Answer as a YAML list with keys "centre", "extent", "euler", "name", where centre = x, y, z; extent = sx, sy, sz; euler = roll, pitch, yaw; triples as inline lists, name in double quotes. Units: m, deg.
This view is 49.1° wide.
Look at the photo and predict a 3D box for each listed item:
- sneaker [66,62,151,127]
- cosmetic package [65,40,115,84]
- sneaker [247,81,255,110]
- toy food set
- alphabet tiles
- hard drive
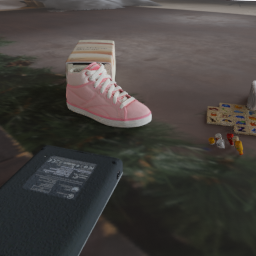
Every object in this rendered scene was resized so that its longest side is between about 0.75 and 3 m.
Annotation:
- centre: [-0.623, -0.987, 7.761]
  extent: [2.762, 1.444, 1.040]
  euler: [18, 32, 26]
  name: "sneaker"
- centre: [-1.221, -2.188, 10.011]
  extent: [1.511, 1.276, 2.924]
  euler: [-1, 30, -2]
  name: "cosmetic package"
- centre: [4.092, -1.027, 8.406]
  extent: [0.819, 0.747, 1.998]
  euler: [14, 28, 22]
  name: "sneaker"
- centre: [2.322, 0.375, 6.572]
  extent: [0.787, 0.354, 0.376]
  euler: [2, 38, 42]
  name: "toy food set"
- centre: [3.298, -0.259, 7.835]
  extent: [2.111, 0.080, 1.765]
  euler: [7, 30, 13]
  name: "alphabet tiles"
- centre: [-1.358, 1.250, 4.791]
  extent: [1.817, 0.428, 2.603]
  euler: [9, 30, 15]
  name: "hard drive"
